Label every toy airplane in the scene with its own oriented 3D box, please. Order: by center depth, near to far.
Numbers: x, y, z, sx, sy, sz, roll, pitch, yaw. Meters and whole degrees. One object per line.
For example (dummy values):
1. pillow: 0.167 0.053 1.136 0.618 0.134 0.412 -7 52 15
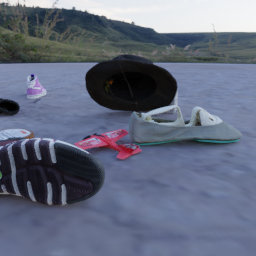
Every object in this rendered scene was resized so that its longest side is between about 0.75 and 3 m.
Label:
1. toy airplane: -0.337 0.340 5.994 1.511 0.278 1.511 0 16 0

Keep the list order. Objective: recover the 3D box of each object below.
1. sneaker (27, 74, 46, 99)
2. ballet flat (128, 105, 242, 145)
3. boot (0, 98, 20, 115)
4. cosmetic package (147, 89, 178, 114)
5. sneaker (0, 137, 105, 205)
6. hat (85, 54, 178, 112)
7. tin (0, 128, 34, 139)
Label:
1. sneaker: -4.189 -1.976 12.862 0.654 1.028 1.803 -3 15 -5
2. ballet flat: 1.356 -0.087 6.409 2.691 0.857 0.907 -2 13 -6
3. boot: -4.454 -0.699 9.121 1.524 0.573 1.139 -14 21 -41
4. cosmetic package: 0.931 -1.002 9.751 1.537 0.821 0.693 4 19 19
5. sneaker: -1.476 0.466 4.419 2.482 0.939 1.433 1 13 8
6. hat: 0.128 -1.577 8.800 2.854 2.854 1.151 3 59 10
7. tin: -2.840 0.340 5.939 1.738 0.364 0.973 -15 26 -42
